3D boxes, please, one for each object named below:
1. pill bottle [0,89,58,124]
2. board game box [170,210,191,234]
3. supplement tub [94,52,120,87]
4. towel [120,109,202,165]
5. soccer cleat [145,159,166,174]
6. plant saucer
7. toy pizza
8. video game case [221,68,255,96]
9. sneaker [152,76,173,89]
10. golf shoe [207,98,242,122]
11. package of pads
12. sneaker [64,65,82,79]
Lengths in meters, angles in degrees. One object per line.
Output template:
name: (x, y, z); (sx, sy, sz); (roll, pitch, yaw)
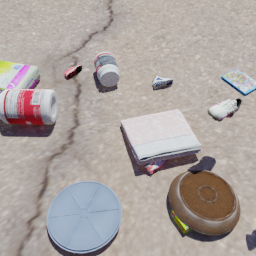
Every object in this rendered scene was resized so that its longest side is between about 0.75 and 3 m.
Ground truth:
pill bottle: (-4.320, -0.875, 11.515); (2.581, 1.449, 1.449); (1, 51, 1)
board game box: (2.243, 2.743, 9.258); (1.494, 0.356, 0.759); (-24, 55, -19)
supplement tub: (-1.005, -2.806, 13.364); (1.057, 1.057, 1.506); (-10, 51, -8)
towel: (1.248, 0.244, 11.043); (2.615, 0.422, 2.498); (-11, 41, -11)
soccer cleat: (1.133, 1.309, 10.493); (1.116, 0.381, 0.408); (-28, 85, -31)
plant saucer: (2.613, 2.303, 9.359); (2.460, 0.424, 2.460); (6, 45, -6)
toy pizza: (-1.404, 2.852, 9.152); (2.430, 0.385, 2.430); (0, 49, 1)
video game case: (5.428, -2.244, 13.502); (1.100, 0.137, 1.537); (-28, 56, -21)
sneaker: (1.596, -2.267, 13.340); (1.032, 0.417, 0.596); (-17, 55, -11)
golf shoe: (3.122, -0.662, 9.035); (1.570, 0.723, 0.570); (-17, 58, -46)
package of pads: (-5.656, -2.186, 12.993); (2.515, 0.858, 1.943); (10, 50, 10)
sneaker: (-2.737, -2.876, 13.862); (0.455, 0.387, 1.049); (34, 59, 26)
